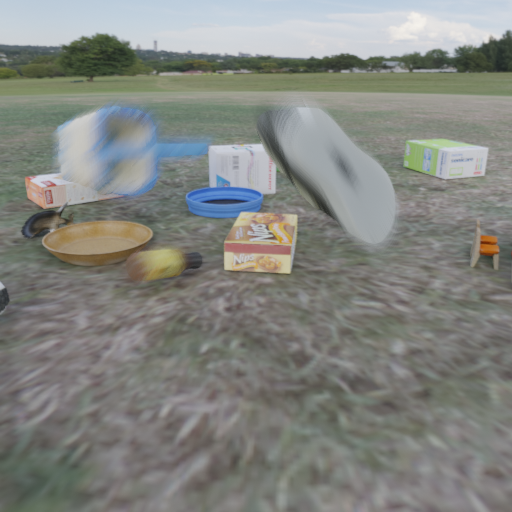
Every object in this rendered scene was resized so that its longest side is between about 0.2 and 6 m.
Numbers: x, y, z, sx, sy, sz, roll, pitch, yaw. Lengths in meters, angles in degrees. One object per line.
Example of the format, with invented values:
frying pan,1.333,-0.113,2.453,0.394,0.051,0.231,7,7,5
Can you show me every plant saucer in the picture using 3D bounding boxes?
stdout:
plant saucer,-2.517,-0.186,8.995,1.704,0.302,1.704,0,20,0

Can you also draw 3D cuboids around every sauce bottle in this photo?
sauce bottle,-1.204,0.101,7.627,0.394,0.394,1.195,15,14,36

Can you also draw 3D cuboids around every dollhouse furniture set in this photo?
dollhouse furniture set,4.012,-0.139,8.062,1.653,0.852,1.635,7,21,19

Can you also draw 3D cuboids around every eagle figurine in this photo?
eagle figurine,-3.596,-0.548,9.675,0.866,0.657,0.653,-1,40,-17

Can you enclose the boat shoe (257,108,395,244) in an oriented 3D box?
boat shoe,0.979,-1.047,7.288,0.813,0.903,2.554,21,-15,48

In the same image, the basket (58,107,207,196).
basket,-2.168,-1.815,9.807,2.159,1.502,1.904,-2,7,26

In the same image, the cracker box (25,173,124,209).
cracker box,-3.994,-1.517,12.340,1.781,0.514,1.193,-15,25,-35

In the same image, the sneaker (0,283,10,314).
sneaker,-3.965,0.248,6.977,2.570,0.964,1.114,8,16,21

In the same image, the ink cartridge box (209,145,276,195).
ink cartridge box,-0.324,-1.983,12.891,1.382,1.014,1.009,-4,20,-14

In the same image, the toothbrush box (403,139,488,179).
toothbrush box,5.033,-2.625,15.007,1.302,0.770,1.788,-8,20,-22

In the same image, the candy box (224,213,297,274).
candy box,0.116,-0.248,8.907,0.994,0.476,1.721,2,20,6

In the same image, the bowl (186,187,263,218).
bowl,-0.646,-1.110,11.535,1.572,0.309,1.572,0,20,0

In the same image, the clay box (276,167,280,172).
clay box,1.010,-2.790,15.877,1.173,0.486,2.042,5,21,12
